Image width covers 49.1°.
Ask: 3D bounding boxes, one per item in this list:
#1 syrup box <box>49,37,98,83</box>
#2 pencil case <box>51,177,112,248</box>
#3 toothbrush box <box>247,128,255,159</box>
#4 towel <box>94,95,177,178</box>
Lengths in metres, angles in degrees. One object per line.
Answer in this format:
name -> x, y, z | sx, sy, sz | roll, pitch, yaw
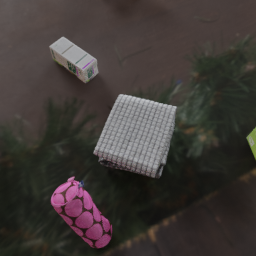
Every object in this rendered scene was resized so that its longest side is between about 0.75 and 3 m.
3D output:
syrup box -> -1.549, -1.966, 8.082 | 1.396, 0.550, 0.569 | 38, 68, 18
pencil case -> -0.862, 1.717, 5.624 | 0.685, 1.509, 0.707 | -20, 31, 11
toothbrush box -> 4.108, 0.935, 6.204 | 1.823, 1.078, 2.504 | -9, 61, -6
towel -> 0.237, 0.214, 6.781 | 1.584, 0.819, 1.913 | 16, 61, 7
